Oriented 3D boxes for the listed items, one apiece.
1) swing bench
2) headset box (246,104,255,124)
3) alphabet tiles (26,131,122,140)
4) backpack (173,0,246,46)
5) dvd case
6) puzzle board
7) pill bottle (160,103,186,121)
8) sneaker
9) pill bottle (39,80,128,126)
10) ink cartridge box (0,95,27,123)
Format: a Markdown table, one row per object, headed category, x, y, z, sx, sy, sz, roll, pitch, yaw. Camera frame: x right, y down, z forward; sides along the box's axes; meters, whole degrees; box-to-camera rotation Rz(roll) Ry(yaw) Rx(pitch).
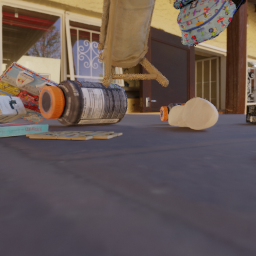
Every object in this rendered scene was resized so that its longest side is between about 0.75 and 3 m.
| category | x | y | z | sx | sy | sz | roll | pitch | yaw |
| --- | --- | --- | --- | --- | --- | --- | --- | --- | --- |
| swing bench | 0.170 | -2.894 | 6.956 | 1.782 | 2.733 | 2.747 | -1 | 43 | -13 |
| headset box | 5.648 | -0.522 | 10.483 | 1.980 | 0.743 | 1.471 | 0 | 3 | 8 |
| alphabet tiles | -1.030 | 0.132 | 5.492 | 1.677 | 0.053 | 1.395 | 1 | 3 | 16 |
| backpack | 2.192 | -3.418 | 8.102 | 1.816 | 1.990 | 1.338 | 1 | -36 | 51 |
| dvd case | -3.015 | 0.020 | 5.922 | 2.119 | 0.233 | 1.547 | 3 | 4 | 24 |
| puzzle board | -3.295 | -1.000 | 9.234 | 1.860 | 0.215 | 2.468 | -40 | -29 | 16 |
| pill bottle | 1.975 | -0.534 | 10.423 | 1.487 | 0.790 | 0.790 | -1 | 4 | -7 |
| sneaker | 2.008 | -0.327 | 7.819 | 0.978 | 0.832 | 2.210 | 12 | -1 | -16 |
| pill bottle | -1.495 | -0.845 | 9.503 | 2.849 | 1.514 | 1.514 | -3 | 5 | -43 |
| ink cartridge box | -3.775 | -0.459 | 8.027 | 1.070 | 0.606 | 1.460 | -23 | 1 | 5 |
